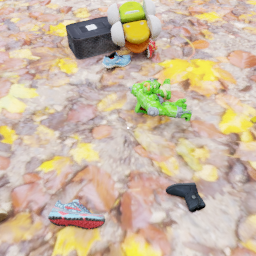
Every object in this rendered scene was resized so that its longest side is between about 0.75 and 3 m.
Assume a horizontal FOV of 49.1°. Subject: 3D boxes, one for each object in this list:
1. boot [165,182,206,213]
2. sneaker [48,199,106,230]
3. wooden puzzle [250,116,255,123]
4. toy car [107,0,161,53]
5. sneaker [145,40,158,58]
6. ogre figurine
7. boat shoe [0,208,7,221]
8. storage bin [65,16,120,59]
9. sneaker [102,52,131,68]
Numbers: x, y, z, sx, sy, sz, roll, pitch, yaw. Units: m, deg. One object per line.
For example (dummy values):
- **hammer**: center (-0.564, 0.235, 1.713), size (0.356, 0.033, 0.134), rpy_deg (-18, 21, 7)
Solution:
- **boot**: center (1.898, 2.297, 9.210), size (1.136, 0.434, 0.954), rpy_deg (-4, 43, -12)
- **sneaker**: center (-1.553, 2.603, 8.763), size (1.777, 0.705, 0.849), rpy_deg (6, 46, 5)
- **wooden puzzle**: center (6.029, -0.140, 11.662), size (1.078, 0.187, 1.598), rpy_deg (-38, 57, -24)
- **toy car**: center (0.319, -5.241, 14.743), size (2.494, 2.137, 2.850), rpy_deg (-12, 66, -1)
- **sneaker**: center (1.296, -4.354, 15.288), size (0.647, 0.587, 1.524), rpy_deg (7, 48, 0)
- **ogre figurine**: center (1.244, -1.222, 11.872), size (1.797, 1.471, 2.998), rpy_deg (-6, 59, -27)
- **boat shoe**: center (-4.674, 2.674, 8.742), size (1.755, 0.625, 0.566), rpy_deg (-8, 48, -5)
- **storage bin**: center (-1.896, -5.014, 15.431), size (2.669, 1.251, 1.804), rpy_deg (-19, 50, -18)
- **sneaker**: center (-0.525, -3.555, 14.375), size (1.619, 0.728, 0.635), rpy_deg (-18, 50, -29)
